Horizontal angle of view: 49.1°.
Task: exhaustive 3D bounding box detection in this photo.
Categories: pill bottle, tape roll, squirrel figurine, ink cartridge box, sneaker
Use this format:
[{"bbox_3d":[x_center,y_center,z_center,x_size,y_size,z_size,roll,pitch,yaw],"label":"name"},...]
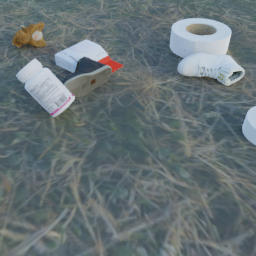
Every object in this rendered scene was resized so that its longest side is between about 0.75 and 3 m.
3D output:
[{"bbox_3d":[-2.750,-1.340,9.365,1.025,1.809,1.025,-37,19,14],"label":"pill bottle"},{"bbox_3d":[3.436,-4.302,13.484,2.816,0.985,2.816,0,42,0],"label":"tape roll"},{"bbox_3d":[-5.007,-4.613,13.818,1.585,1.122,1.480,-29,42,-32],"label":"squirrel figurine"},{"bbox_3d":[-1.703,-3.022,12.381,2.423,0.691,1.969,26,48,31],"label":"ink cartridge box"},{"bbox_3d":[4.596,-0.025,8.983,1.668,0.583,1.668,0,41,0],"label":"tape roll"},{"bbox_3d":[-1.892,-2.039,11.002,1.302,0.917,2.451,31,40,25],"label":"sneaker"},{"bbox_3d":[3.432,-2.355,11.347,2.545,0.938,1.471,-9,39,-12],"label":"sneaker"}]
